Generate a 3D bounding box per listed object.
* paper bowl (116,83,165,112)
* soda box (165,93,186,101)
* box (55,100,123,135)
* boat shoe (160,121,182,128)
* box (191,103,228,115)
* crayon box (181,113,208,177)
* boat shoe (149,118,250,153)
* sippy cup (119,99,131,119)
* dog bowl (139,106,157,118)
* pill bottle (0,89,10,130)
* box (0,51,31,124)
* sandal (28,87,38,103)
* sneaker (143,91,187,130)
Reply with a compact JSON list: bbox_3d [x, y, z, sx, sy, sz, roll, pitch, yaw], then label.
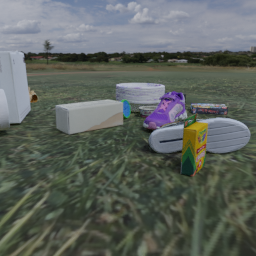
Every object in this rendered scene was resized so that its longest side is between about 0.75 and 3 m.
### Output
[{"bbox_3d":[0.606,-1.536,13.936,2.427,1.262,2.427,-1,14,0],"label":"paper bowl"},{"bbox_3d":[2.339,-1.646,15.674,1.712,0.606,0.542,1,12,2],"label":"soda box"},{"bbox_3d":[-1.417,-0.474,10.537,2.351,0.914,1.116,-11,18,-35],"label":"box"},{"bbox_3d":[1.666,0.091,9.104,1.733,0.624,0.585,-2,8,-32],"label":"boat shoe"},{"bbox_3d":[3.881,-0.926,13.507,1.636,0.308,1.117,2,15,9],"label":"box"},{"bbox_3d":[1.555,0.369,6.516,0.333,1.310,0.832,9,18,32],"label":"crayon box"},{"bbox_3d":[1.978,0.120,8.053,2.788,1.005,0.989,-1,19,2],"label":"boat shoe"},{"bbox_3d":[-0.405,-0.801,12.246,0.785,0.841,1.072,-4,-15,28],"label":"sippy cup"},{"bbox_3d":[1.015,-0.718,12.556,1.059,0.390,1.059,0,14,0],"label":"dog bowl"},{"bbox_3d":[-5.470,-0.447,8.943,2.940,1.673,1.673,-9,17,-28],"label":"pill bottle"},{"bbox_3d":[-5.348,-1.747,11.692,1.835,2.807,2.793,-5,15,-9],"label":"box"},{"bbox_3d":[-5.527,-1.658,15.999,0.769,0.858,2.339,28,9,-28],"label":"sandal"},{"bbox_3d":[1.460,-0.717,10.655,1.093,1.201,2.718,16,26,27],"label":"sneaker"}]
